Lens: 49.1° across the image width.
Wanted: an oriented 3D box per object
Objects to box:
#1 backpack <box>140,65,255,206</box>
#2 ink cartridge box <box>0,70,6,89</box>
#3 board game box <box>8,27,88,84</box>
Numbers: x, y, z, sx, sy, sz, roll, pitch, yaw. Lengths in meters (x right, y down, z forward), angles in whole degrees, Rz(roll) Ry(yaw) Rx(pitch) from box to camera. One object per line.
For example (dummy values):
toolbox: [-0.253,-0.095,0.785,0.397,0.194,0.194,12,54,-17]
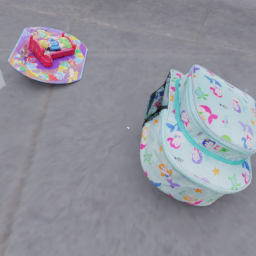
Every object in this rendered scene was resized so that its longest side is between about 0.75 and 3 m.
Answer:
backpack: [1.468,0.184,5.726,2.265,1.921,2.552,27,55,-14]
ink cartridge box: [-3.320,-1.219,6.531,0.769,0.556,0.326,15,44,21]
board game box: [-2.333,-2.499,8.660,2.133,0.526,2.700,14,49,-12]
